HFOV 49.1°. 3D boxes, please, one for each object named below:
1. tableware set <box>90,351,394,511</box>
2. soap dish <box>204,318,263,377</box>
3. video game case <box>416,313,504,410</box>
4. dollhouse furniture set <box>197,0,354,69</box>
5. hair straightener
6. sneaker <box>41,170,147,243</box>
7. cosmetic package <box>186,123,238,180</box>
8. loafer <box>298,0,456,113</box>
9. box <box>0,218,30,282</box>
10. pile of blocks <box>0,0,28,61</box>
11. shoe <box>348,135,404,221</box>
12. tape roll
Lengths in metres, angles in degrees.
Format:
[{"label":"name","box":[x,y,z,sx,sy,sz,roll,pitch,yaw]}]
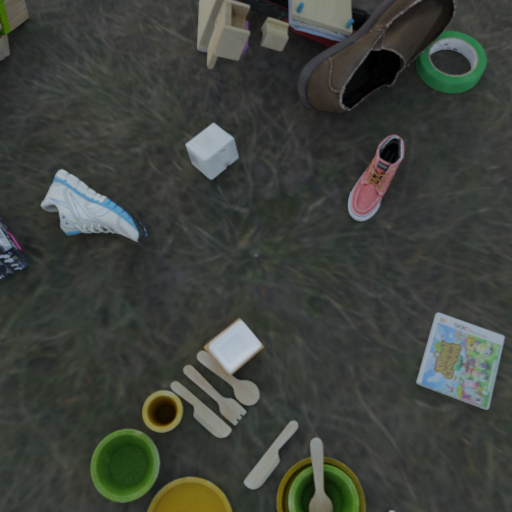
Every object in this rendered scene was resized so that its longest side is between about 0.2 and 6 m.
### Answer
[{"label":"tableware set","box":[-0.234,3.401,7.852,4.042,0.620,2.723,39,74,14]},{"label":"soap dish","box":[-0.356,1.432,8.701,0.756,0.307,0.595,-37,81,-25]},{"label":"video game case","box":[3.223,1.634,8.809,1.114,0.135,1.223,20,70,8]},{"label":"dollhouse furniture set","box":[0.490,-4.337,10.642,2.839,1.853,2.681,7,67,-18]},{"label":"hair straightener","box":[0.725,-5.159,11.327,3.420,0.700,1.316,22,69,13]},{"label":"sneaker","box":[-2.771,-0.617,9.459,2.042,0.765,0.885,29,77,20]},{"label":"cosmetic package","box":[-0.774,-1.850,9.925,0.681,0.561,0.562,-41,64,-13]},{"label":"loafer","box":[2.412,-3.636,10.197,3.426,1.251,1.216,-40,49,-3]},{"label":"box","box":[-4.450,-0.263,9.195,0.709,0.816,1.235,-35,72,-13]},{"label":"pile of blocks","box":[-5.391,-4.012,10.390,1.043,1.378,3.357,9,69,4]},{"label":"shoe","box":[2.076,-1.369,9.696,0.550,0.701,1.540,28,71,10]},{"label":"tape roll","box":[3.774,-3.758,10.860,1.269,0.305,1.269,0,68,0]}]
